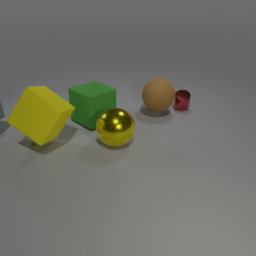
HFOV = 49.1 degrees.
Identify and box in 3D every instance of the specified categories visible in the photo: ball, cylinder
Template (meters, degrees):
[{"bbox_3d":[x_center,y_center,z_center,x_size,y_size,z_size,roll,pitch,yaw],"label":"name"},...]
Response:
[{"bbox_3d":[1.299,-1.413,11.938,1.400,1.400,1.400,0,29,0],"label":"ball"},{"bbox_3d":[-0.441,-0.025,9.939,1.400,1.400,1.400,0,29,0],"label":"ball"},{"bbox_3d":[2.436,-1.238,12.594,0.700,0.700,0.700,-2,50,2],"label":"cylinder"}]

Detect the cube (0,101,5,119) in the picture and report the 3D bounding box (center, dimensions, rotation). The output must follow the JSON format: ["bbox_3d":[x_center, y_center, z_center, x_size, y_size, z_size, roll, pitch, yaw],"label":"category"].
[{"bbox_3d":[-5.175,-0.612,10.469,0.700,0.700,0.700,-7,16,8],"label":"cube"}]

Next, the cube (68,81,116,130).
[{"bbox_3d":[-1.438,-0.976,11.502,1.400,1.400,1.400,25,36,39],"label":"cube"}]

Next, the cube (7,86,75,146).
[{"bbox_3d":[-2.925,-0.467,9.600,1.400,1.400,1.400,35,11,1],"label":"cube"}]
